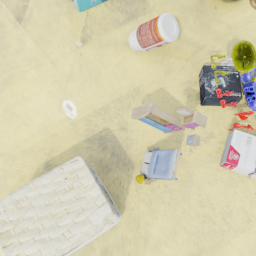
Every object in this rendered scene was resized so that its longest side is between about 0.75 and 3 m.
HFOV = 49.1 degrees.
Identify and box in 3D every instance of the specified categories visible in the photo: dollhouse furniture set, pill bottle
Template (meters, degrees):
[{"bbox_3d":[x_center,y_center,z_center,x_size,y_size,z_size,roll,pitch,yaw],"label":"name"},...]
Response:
[{"bbox_3d":[0.841,0.529,7.741,1.362,1.971,2.088,23,73,-26],"label":"dollhouse furniture set"},{"bbox_3d":[0.814,-3.168,9.527,0.939,1.674,0.939,3,86,-40],"label":"pill bottle"}]

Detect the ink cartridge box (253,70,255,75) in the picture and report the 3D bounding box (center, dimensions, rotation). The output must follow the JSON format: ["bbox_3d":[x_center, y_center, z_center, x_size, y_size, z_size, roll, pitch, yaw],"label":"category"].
[{"bbox_3d":[5.534,-1.304,9.517,2.015,0.506,2.322,-4,69,0],"label":"ink cartridge box"}]

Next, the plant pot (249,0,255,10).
[{"bbox_3d":[5.385,-5.054,11.136,1.051,0.144,1.051,0,69,-1],"label":"plant pot"}]

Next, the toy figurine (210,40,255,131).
[{"bbox_3d":[3.739,-1.381,9.126,1.430,1.624,2.711,-16,98,30],"label":"toy figurine"}]

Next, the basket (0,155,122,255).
[{"bbox_3d":[-1.878,2.316,7.428,2.924,1.804,1.982,-31,72,-10],"label":"basket"}]

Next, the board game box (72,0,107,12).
[{"bbox_3d":[-1.178,-6.196,11.265,2.962,0.695,2.236,-28,72,-10],"label":"board game box"}]

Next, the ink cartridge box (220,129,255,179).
[{"bbox_3d":[3.801,0.880,8.585,1.580,0.659,1.147,20,70,7],"label":"ink cartridge box"}]

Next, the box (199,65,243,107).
[{"bbox_3d":[3.087,-1.406,9.433,1.213,0.724,1.233,1,71,1],"label":"box"}]
